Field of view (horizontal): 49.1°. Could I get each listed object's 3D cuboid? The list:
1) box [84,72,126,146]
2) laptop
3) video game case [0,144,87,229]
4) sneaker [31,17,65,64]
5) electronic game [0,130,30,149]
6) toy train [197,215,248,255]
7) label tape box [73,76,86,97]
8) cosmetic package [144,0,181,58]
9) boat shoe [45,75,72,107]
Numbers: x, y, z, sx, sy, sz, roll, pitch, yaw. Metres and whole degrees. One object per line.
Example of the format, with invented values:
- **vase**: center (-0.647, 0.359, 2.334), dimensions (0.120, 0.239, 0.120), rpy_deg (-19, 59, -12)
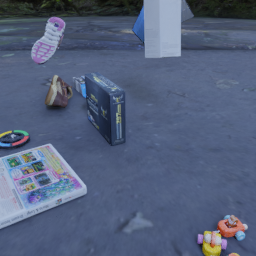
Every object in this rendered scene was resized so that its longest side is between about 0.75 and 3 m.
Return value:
- **box**: center (-0.828, -0.736, 9.677), dimensions (0.601, 1.857, 2.355), rpy_deg (-13, 31, -24)
- **laptop**: center (1.459, -4.260, 11.275), dimensions (2.036, 1.907, 1.180), rpy_deg (-18, 62, 28)
- **video game case**: center (-2.694, 1.358, 7.314), dimensions (2.354, 0.306, 2.586), rpy_deg (-17, 31, -30)
- **sneaker**: center (-2.935, -3.166, 10.582), dimensions (0.776, 1.930, 0.853), rpy_deg (24, -15, -3)
- **electronic game**: center (-3.853, 0.360, 9.315), dimensions (1.132, 0.235, 1.132), rpy_deg (0, 27, 0)
- **toy train**: center (2.056, 2.264, 5.387), dimensions (1.216, 0.450, 1.619), rpy_deg (-5, 27, -9)
- **label tape box**: center (-1.781, -2.059, 13.629), dimensions (1.289, 0.595, 1.800), rpy_deg (-13, 29, -25)
- **cosmetic package**: center (1.232, -3.537, 9.927), dimensions (1.153, 2.044, 0.829), rpy_deg (-13, 17, -39)
- **boat shoe**: center (-3.002, -1.568, 12.454), dimensions (1.047, 1.050, 2.910), rpy_deg (19, 15, -18)
